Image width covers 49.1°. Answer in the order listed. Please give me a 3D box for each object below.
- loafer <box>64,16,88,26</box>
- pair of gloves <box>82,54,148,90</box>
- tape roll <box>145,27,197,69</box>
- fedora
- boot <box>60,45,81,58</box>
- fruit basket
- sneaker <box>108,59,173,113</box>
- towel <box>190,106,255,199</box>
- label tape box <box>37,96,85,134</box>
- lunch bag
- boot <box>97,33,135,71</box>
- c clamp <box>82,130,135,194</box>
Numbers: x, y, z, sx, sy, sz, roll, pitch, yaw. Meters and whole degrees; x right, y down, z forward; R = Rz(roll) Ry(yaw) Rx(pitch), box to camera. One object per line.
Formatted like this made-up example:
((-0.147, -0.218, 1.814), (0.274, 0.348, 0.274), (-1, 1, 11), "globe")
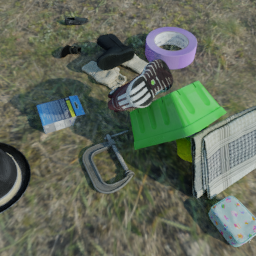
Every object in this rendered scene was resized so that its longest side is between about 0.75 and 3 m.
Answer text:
((-2.885, -6.023, 15.632), (1.312, 0.461, 0.445), (-6, 51, -5), "loafer")
((-0.574, -2.914, 13.089), (2.617, 0.459, 2.225), (-36, 59, -25), "pair of gloves")
((2.084, -3.947, 13.712), (2.440, 0.800, 2.440), (0, 51, 0), "tape roll")
((-4.697, 1.338, 8.998), (2.997, 1.369, 2.997), (0, 51, 0), "fedora")
((-2.833, -3.756, 13.813), (0.782, 0.394, 1.046), (15, 52, 12), "boot")
((1.809, 0.236, 9.295), (2.257, 3.129, 3.129), (-26, 54, -34), "fruit basket")
((0.260, -1.301, 8.967), (1.659, 1.087, 2.872), (-17, 13, 36), "sneaker")
((3.112, 0.842, 8.695), (2.708, 2.607, 0.468), (-24, 36, -17), "towel")
((-2.640, -0.570, 11.116), (1.647, 0.544, 1.180), (-17, 53, -16), "label tape box")
((3.199, 2.775, 8.371), (1.085, 0.521, 1.353), (-24, 55, -21), "lunch bag")
((-0.959, -3.553, 12.906), (2.072, 0.791, 1.741), (-28, 56, -29), "boot")
((-0.540, 1.134, 9.850), (2.008, 0.318, 2.351), (-16, 52, -13), "c clamp")
